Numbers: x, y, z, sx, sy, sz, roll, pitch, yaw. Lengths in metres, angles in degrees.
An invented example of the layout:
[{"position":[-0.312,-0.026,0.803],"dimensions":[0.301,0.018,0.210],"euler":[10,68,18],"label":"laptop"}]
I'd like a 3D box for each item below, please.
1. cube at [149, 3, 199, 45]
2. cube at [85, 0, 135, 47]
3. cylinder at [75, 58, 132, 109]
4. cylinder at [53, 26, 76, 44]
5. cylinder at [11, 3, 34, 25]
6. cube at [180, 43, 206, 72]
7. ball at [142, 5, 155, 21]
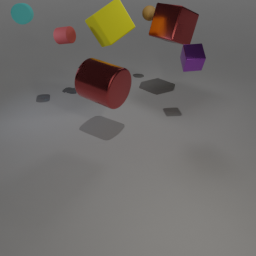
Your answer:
[{"position":[2.010,-4.553,12.365],"dimensions":[1.400,1.400,1.400],"euler":[-2,24,-45],"label":"cube"},{"position":[-0.805,-4.571,12.287],"dimensions":[1.400,1.400,1.400],"euler":[-39,22,-10],"label":"cube"},{"position":[-0.824,-1.504,9.432],"dimensions":[1.400,1.400,1.400],"euler":[23,37,25],"label":"cylinder"},{"position":[-2.729,-4.001,12.102],"dimensions":[0.700,0.700,0.700],"euler":[4,29,27],"label":"cylinder"},{"position":[-3.844,-4.171,10.212],"dimensions":[0.700,0.700,0.700],"euler":[-5,25,-9],"label":"cylinder"},{"position":[2.340,-2.546,10.163],"dimensions":[0.700,0.700,0.700],"euler":[-5,64,-2],"label":"cube"},{"position":[1.040,-5.575,13.605],"dimensions":[0.700,0.700,0.700],"euler":[0,30,0],"label":"ball"}]
